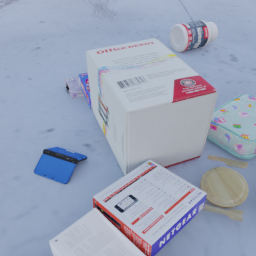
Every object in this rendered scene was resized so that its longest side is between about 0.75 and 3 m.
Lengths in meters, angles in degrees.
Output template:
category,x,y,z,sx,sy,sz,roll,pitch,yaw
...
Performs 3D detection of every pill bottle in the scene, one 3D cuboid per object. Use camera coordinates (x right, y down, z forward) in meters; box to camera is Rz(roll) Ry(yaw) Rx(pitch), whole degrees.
category,x,y,z,sx,sy,sz,roll,pitch,yaw
pill bottle,3.132,-4.375,13.178,2.074,1.240,1.240,-19,41,-23

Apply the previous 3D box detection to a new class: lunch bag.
category,x,y,z,sx,sy,sz,roll,pitch,yaw
lunch bag,3.279,-0.121,7.867,2.130,0.821,1.708,-26,41,-30

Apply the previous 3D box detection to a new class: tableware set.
category,x,y,z,sx,sy,sz,roll,pitch,yaw
tableware set,2.694,1.487,6.036,2.239,0.449,1.480,10,49,20

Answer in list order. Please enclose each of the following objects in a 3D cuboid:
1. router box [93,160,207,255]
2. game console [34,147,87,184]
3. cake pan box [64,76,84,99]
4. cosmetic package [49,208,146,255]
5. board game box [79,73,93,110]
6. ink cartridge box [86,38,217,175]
category,x,y,z,sx,sy,sz,roll,pitch,yaw
router box,0.432,1.473,5.560,1.705,0.416,1.530,-27,41,-37
game console,-1.687,0.916,7.093,1.014,0.600,0.866,15,8,19
cake pan box,-1.674,-1.533,10.174,1.146,0.300,1.056,-15,40,-19
cosmetic package,-0.124,2.500,4.517,1.043,0.640,2.526,-27,45,-36
board game box,-0.543,-1.437,9.638,1.992,0.446,1.340,-14,54,-18
ink cartridge box,0.390,-0.666,7.331,2.164,2.154,2.979,-15,43,-16
